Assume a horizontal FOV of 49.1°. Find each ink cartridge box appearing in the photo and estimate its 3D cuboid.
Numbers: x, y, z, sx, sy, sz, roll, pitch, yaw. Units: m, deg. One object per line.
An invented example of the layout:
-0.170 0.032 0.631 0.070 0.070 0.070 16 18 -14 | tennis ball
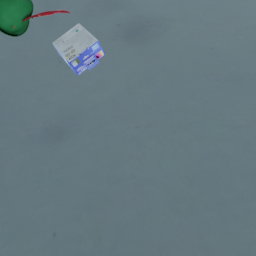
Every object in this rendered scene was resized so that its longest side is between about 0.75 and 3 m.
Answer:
-1.252 -2.023 7.321 0.947 0.530 1.388 -38 51 -4 | ink cartridge box

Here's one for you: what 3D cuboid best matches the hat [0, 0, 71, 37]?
-2.826 -3.392 7.812 1.406 1.323 1.598 -2 37 32 | hat
